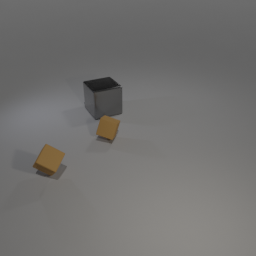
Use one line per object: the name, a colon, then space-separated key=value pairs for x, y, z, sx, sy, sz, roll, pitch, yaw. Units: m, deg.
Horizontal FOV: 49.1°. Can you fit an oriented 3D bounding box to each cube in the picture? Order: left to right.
cube: x=-2.575 y=1.048 z=9.106 sx=0.700 sy=0.700 sz=0.700 roll=30 pitch=60 yaw=-15
cube: x=-1.176 y=-1.425 z=13.112 sx=1.400 sy=1.400 sz=1.400 roll=-15 pitch=34 yaw=-23
cube: x=-0.780 y=-0.025 z=11.121 sx=0.700 sy=0.700 sz=0.700 roll=19 pitch=13 yaw=4
